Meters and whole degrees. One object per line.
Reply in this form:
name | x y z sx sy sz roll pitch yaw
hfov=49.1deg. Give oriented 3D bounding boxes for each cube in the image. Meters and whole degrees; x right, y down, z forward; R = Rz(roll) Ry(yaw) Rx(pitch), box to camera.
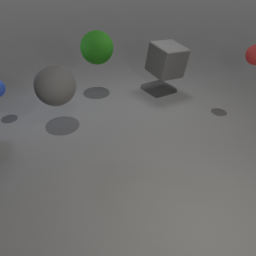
cube | 1.825 -3.204 13.153 1.400 1.400 1.400 -15 44 -30

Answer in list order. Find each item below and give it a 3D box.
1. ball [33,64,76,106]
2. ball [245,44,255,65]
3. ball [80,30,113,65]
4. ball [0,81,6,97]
ball | -2.456 -1.437 9.448 1.400 1.400 1.400 0 31 0
ball | 4.427 -2.526 9.675 0.700 0.700 0.700 0 31 0
ball | -1.319 -3.405 11.868 1.400 1.400 1.400 0 31 0
ball | -4.907 -1.462 10.351 0.700 0.700 0.700 0 31 0
